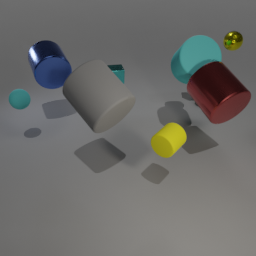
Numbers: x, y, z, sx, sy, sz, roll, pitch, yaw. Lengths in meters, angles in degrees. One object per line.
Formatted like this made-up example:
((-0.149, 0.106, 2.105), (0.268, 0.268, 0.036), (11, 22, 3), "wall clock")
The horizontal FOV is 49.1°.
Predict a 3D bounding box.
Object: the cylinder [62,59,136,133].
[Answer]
((-0.758, -0.819, 7.374), (1.400, 1.400, 1.400), (-29, 72, -39), "cylinder")

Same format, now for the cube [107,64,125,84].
((-0.573, -2.510, 13.133), (0.700, 0.700, 0.700), (-6, 37, -12), "cube")

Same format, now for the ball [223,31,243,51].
((3.886, -3.215, 10.354), (0.700, 0.700, 0.700), (0, 31, 0), "ball")

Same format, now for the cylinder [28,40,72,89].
((-3.032, -2.451, 10.829), (1.400, 1.400, 1.400), (-13, 45, -21), "cylinder")

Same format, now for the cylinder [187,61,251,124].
((2.757, -1.079, 8.616), (1.400, 1.400, 1.400), (-14, 55, -22), "cylinder")

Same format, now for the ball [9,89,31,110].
((-3.685, -0.977, 9.531), (0.700, 0.700, 0.700), (0, 31, 0), "ball")

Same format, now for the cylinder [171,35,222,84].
((2.310, -2.308, 9.710), (1.400, 1.400, 1.400), (-2, 0, -4), "cylinder")

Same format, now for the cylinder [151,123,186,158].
((1.069, 0.316, 7.376), (0.700, 0.700, 0.700), (22, 41, 32), "cylinder")
